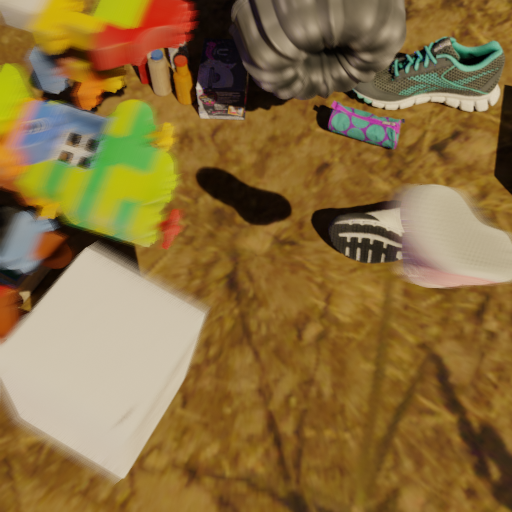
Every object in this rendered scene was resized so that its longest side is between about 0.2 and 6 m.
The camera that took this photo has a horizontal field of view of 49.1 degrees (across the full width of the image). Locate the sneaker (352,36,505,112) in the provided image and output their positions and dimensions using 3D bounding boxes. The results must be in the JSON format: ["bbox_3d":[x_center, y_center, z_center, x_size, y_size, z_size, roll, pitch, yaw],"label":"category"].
[{"bbox_3d":[3.125,-3.432,10.168,2.822,1.287,1.095,0,59,1],"label":"sneaker"}]

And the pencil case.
[{"bbox_3d":[1.925,-2.319,9.911,1.278,0.591,0.544,19,69,13],"label":"pencil case"}]

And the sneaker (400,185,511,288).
[{"bbox_3d":[1.401,-0.076,4.532,0.819,1.567,0.590,-8,70,44],"label":"sneaker"}]

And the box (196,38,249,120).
[{"bbox_3d":[-0.598,-3.290,10.376,0.896,0.778,1.355,3,59,2],"label":"box"}]

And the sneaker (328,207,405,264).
[{"bbox_3d":[2.201,-0.399,8.769,2.184,0.805,0.874,5,46,-2],"label":"sneaker"}]

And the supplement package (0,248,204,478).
[{"bbox_3d":[-1.365,1.032,5.087,1.222,1.610,1.213,29,57,4],"label":"supplement package"}]

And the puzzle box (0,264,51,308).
[{"bbox_3d":[-4.772,-0.035,8.664,3.040,0.386,2.022,23,61,13],"label":"puzzle box"}]

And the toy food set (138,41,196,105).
[{"bbox_3d":[-1.794,-3.885,10.634,1.005,0.947,2.105,-11,60,-7],"label":"toy food set"}]

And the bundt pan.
[{"bbox_3d":[0.897,-2.872,7.468,2.426,2.426,0.911,-9,78,-6],"label":"bundt pan"}]

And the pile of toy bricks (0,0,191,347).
[{"bbox_3d":[-1.801,-0.802,5.845,2.201,2.473,4.458,17,72,-2],"label":"pile of toy bricks"}]
